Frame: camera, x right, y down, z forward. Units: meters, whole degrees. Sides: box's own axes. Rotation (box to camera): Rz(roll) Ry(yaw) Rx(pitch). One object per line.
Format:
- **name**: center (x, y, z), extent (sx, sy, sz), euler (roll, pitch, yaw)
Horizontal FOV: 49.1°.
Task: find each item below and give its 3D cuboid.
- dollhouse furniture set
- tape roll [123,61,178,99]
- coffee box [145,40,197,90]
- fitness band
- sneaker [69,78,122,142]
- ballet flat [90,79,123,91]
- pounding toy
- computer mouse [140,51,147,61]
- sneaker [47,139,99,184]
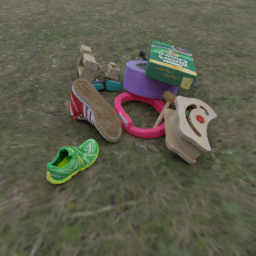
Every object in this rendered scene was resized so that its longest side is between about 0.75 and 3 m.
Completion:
- **dollhouse furniture set**: center (-1.534, -2.984, 13.823), extent (1.772, 1.114, 2.004), euler (13, 31, -25)
- **tape roll**: center (1.007, -2.101, 11.927), extent (2.331, 0.990, 2.331), euler (8, 26, -4)
- **coffee box**: center (1.676, -2.570, 11.038), extent (1.837, 0.657, 2.987), euler (18, 33, -2)
- **fitness band**: center (0.567, -0.587, 10.847), extent (1.972, 0.514, 2.746), euler (-11, 39, -19)
- **sneaker**: center (-1.281, -0.396, 10.412), extent (0.951, 1.502, 2.670), euler (-26, 74, -33)
- **ballet flat**: center (-1.032, -1.954, 12.557), extent (1.618, 0.591, 0.591), euler (-5, 38, -2)
- **pounding toy**: center (1.973, 0.017, 9.827), extent (1.697, 1.702, 2.968), euler (21, 44, -18)
- **computer mouse**: center (0.839, -3.962, 15.493), extent (0.303, 0.176, 1.034), euler (14, 37, -24)
- **sneaker**: center (-1.627, 0.897, 8.584), extent (0.749, 0.845, 2.022), euler (23, 42, 28)
